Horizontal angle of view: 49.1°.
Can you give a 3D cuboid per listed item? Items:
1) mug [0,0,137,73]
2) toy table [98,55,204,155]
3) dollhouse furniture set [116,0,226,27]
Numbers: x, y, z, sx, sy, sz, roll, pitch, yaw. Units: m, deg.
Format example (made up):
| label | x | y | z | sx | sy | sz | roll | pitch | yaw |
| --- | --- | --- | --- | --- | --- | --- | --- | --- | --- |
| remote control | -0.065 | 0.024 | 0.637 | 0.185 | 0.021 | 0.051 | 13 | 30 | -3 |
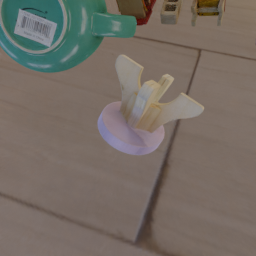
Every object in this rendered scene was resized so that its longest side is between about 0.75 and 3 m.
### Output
| label | x | y | z | sx | sy | sz | roll | pitch | yaw |
| --- | --- | --- | --- | --- | --- | --- | --- | --- | --- |
| mug | -1.432 | -2.363 | 5.714 | 2.708 | 2.225 | 1.674 | -23 | 18 | 14 |
| toy table | 0.316 | -0.378 | 4.852 | 1.676 | 1.068 | 1.824 | 30 | 24 | -3 |
| dollhouse furniture set | 0.931 | -3.317 | 6.578 | 2.651 | 1.427 | 1.078 | 7 | 59 | 18 |
